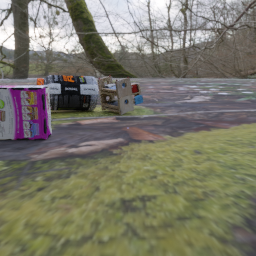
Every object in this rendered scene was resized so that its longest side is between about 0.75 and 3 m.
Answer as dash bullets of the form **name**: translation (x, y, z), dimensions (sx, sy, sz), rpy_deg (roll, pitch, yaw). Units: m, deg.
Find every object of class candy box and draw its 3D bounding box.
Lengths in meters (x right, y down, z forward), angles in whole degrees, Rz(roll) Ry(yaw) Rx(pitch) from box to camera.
- **candy box**: translation (-2.552, -0.340, 6.052), dimensions (1.663, 1.134, 0.507), rpy_deg (0, 13, -2)

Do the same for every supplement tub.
- **supplement tub**: translation (-2.131, -1.219, 9.803), dimensions (2.007, 1.229, 1.229), rpy_deg (-2, 12, -22)

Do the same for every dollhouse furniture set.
- **dollhouse furniture set**: translation (-0.024, -1.319, 9.918), dimensions (1.651, 1.157, 1.164), rpy_deg (-21, 24, -34)
